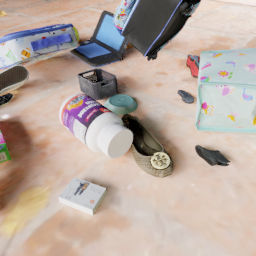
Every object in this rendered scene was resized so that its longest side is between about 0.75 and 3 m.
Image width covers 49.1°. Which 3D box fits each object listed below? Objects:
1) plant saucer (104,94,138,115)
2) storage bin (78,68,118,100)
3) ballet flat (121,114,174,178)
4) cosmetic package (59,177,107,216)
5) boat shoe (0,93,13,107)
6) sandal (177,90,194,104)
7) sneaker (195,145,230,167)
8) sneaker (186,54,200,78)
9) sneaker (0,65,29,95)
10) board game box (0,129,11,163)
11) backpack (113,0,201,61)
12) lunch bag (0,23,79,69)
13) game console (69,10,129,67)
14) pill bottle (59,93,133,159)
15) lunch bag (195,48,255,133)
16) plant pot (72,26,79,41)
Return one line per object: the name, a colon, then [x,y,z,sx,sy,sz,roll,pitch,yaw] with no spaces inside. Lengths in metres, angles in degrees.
plant saucer: [-0.220,-0.787,8.742,1.058,0.190,1.058,0,38,0]
storage bin: [-0.985,-1.444,9.126,0.865,0.600,1.280,-23,33,-26]
ballet flat: [0.383,0.318,6.985,0.790,0.543,2.344,-14,39,-17]
cosmetic package: [-0.936,1.407,5.841,0.804,0.208,0.606,15,42,18]
boat shoe: [-3.986,-0.873,8.741,0.358,0.299,0.960,24,43,21]
sandal: [1.862,-0.969,9.011,0.368,0.207,0.968,2,27,-9]
sneaker: [2.042,0.657,6.808,0.433,0.249,0.829,-20,46,-24]
sneaker: [2.702,-2.369,10.477,0.748,0.621,1.567,-1,38,-4]
sneaker: [-4.366,-1.343,9.189,2.357,0.858,0.998,-20,6,-13]
board game box: [-3.916,0.359,7.069,1.439,0.379,1.880,-20,41,-24]
backpack: [1.036,-3.476,7.893,1.654,2.244,2.458,40,51,0]
lunch bag: [-3.331,-3.013,10.168,2.401,1.132,2.996,-1,24,45]
game console: [-1.214,-3.787,11.655,2.098,1.455,2.458,-23,42,-29]
pill bottle: [-0.799,-0.053,7.039,1.071,1.071,1.922,-28,45,-32]
lunch bag: [3.456,-1.067,7.801,2.968,1.810,2.528,3,36,14]
plant pot: [-2.866,-4.207,12.758,0.958,0.958,0.881,-32,36,-35]
